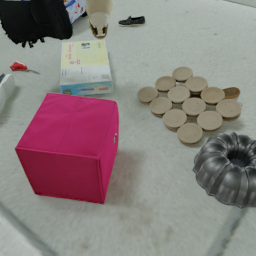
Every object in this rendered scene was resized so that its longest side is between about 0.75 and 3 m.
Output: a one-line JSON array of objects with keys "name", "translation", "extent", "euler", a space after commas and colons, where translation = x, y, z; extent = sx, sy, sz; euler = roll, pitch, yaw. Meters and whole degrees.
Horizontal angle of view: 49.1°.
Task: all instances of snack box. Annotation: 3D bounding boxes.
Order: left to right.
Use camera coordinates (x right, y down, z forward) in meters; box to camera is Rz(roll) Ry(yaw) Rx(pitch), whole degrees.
[{"name": "snack box", "translation": [-1.565, -2.294, 10.284], "extent": [1.721, 0.549, 2.962], "euler": [-5, 44, -6]}]

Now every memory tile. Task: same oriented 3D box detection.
[{"name": "memory tile", "translation": [1.809, -0.803, 8.678], "extent": [2.165, 0.237, 2.825], "euler": [-32, 51, -11]}]

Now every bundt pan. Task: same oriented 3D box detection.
[{"name": "bundt pan", "translation": [2.670, 0.874, 6.881], "extent": [2.050, 0.769, 2.050], "euler": [0, 45, 0]}]

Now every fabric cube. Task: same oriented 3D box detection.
[{"name": "fabric cube", "translation": [-1.240, 0.468, 6.583], "extent": [1.790, 1.756, 1.784], "euler": [7, 45, 6]}]

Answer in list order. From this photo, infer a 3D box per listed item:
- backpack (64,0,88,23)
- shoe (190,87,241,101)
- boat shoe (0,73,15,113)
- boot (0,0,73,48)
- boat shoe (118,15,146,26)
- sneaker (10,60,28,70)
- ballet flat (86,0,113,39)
[{"name": "backpack", "translation": [-3.468, -5.842, 12.867], "extent": [2.994, 2.307, 2.852], "euler": [12, 55, 9]}, {"name": "shoe", "translation": [2.741, -1.002, 9.075], "extent": [1.666, 0.445, 0.582], "euler": [0, 60, 13]}, {"name": "boat shoe", "translation": [-4.283, -1.015, 8.841], "extent": [0.673, 0.843, 2.231], "euler": [2, 32, 1]}, {"name": "boot", "translation": [-2.721, -3.384, 7.687], "extent": [1.941, 2.368, 0.876], "euler": [5, 44, 20]}, {"name": "boat shoe", "translation": [0.179, -5.113, 13.274], "extent": [1.328, 0.440, 0.496], "euler": [0, 44, 0]}, {"name": "sneaker", "translation": [-4.115, -2.252, 10.491], "extent": [0.774, 0.303, 0.447], "euler": [24, 57, 39]}, {"name": "ballet flat", "translation": [-0.761, -2.929, 7.569], "extent": [0.737, 0.737, 2.121], "euler": [-5, 1, -5]}]
